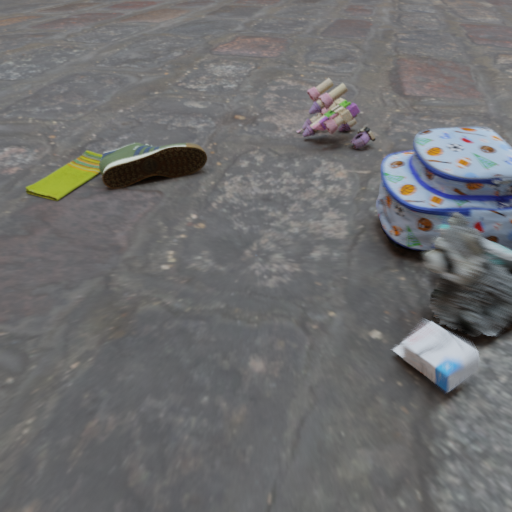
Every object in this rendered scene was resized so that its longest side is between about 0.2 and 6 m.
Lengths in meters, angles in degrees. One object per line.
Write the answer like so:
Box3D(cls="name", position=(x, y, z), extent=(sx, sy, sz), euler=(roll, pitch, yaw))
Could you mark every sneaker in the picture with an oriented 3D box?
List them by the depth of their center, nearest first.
Box3D(cls="sneaker", position=(3.774, 0.063, 9.563), extent=(1.618, 0.738, 0.628), euler=(24, 16, 6))
Box3D(cls="sneaker", position=(-2.524, -2.369, 13.341), extent=(2.499, 0.838, 1.122), euler=(-16, 42, -17))

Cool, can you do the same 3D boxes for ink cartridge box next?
Box3D(cls="ink cartridge box", position=(2.498, 1.345, 7.899), extent=(0.620, 0.362, 1.068), euler=(-30, 37, -19))

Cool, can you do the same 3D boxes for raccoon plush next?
Box3D(cls="raccoon plush", position=(3.731, 0.175, 8.726), extent=(2.503, 1.677, 1.211), euler=(-7, 25, -22))

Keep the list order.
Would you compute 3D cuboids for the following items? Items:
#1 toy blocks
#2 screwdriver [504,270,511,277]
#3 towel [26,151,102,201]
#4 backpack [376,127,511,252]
Box3D(cls="toy blocks", position=(1.929, -3.541, 14.994), extent=(1.511, 1.795, 1.677), euler=(-35, 24, 6))
Box3D(cls="screwdriver", position=(4.923, 0.256, 10.077), extent=(2.766, 0.402, 0.386), euler=(-12, 44, -31))
Box3D(cls="towel", position=(-4.351, -1.941, 13.317), extent=(0.955, 0.200, 2.219), euler=(13, 37, 20))
Box3D(cls="backpack", position=(3.645, -1.178, 10.615), extent=(2.616, 2.116, 2.747), euler=(-9, 34, 1))
